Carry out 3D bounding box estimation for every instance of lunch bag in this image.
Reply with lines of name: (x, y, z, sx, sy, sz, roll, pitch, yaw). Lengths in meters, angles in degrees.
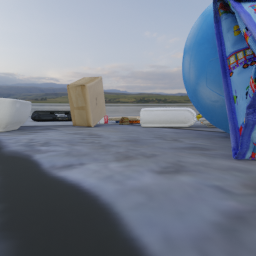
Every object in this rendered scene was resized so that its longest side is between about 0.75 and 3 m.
lunch bag: (1.876, -0.911, 2.815, 1.799, 1.124, 2.390, 0, 46, 6)

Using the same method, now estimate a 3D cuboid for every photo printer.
photo printer: (1.216, -0.324, 8.539, 1.669, 0.580, 1.389, 0, 3, 5)

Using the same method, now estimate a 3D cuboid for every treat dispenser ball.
treat dispenser ball: (2.225, -1.105, 4.774, 2.585, 2.585, 2.585, 0, 3, 0)

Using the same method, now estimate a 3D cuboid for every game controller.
game controller: (-3.501, -0.543, 14.507, 2.871, 0.605, 1.498, -2, 18, -24)

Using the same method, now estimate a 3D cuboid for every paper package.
paper package: (-1.219, -0.828, 8.559, 0.683, 1.320, 1.258, 2, 22, 17)

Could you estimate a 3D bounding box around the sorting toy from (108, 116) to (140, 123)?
sorting toy: (0.424, -0.345, 11.742, 2.097, 0.309, 1.550, 0, 3, 29)

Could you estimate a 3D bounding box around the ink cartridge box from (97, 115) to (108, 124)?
ink cartridge box: (-1.282, -0.338, 11.186, 0.815, 0.338, 0.594, -2, 4, -31)

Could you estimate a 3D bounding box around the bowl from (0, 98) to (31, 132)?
bowl: (-3.446, -0.310, 6.700, 2.043, 0.763, 2.040, -1, 3, -6)

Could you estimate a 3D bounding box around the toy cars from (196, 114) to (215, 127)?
toy cars: (2.682, -0.261, 8.787, 0.969, 0.479, 2.162, -13, 5, 11)

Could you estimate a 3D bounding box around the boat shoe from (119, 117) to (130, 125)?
boat shoe: (-0.122, -0.276, 10.380, 0.309, 0.292, 0.859, -5, 3, -19)
